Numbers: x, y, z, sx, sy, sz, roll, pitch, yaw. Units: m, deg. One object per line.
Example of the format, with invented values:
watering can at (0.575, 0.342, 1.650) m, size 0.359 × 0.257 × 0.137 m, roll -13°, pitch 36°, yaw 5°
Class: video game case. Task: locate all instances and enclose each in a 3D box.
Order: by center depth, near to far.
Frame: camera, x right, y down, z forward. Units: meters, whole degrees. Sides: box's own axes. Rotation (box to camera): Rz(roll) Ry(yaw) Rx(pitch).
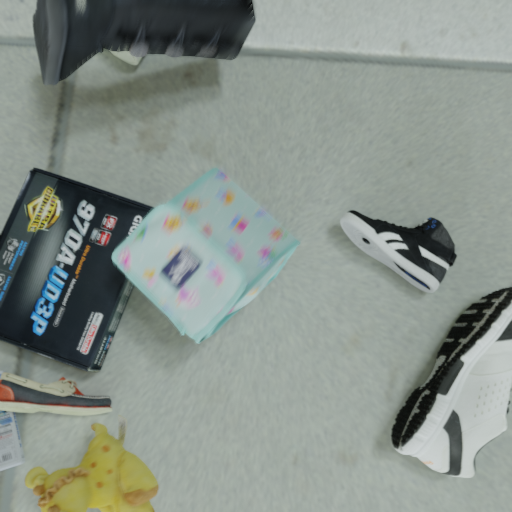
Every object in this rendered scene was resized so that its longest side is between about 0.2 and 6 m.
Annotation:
video game case at (-4.613, 2.782, 8.836) m, size 1.639 × 0.180 × 1.494 m, roll -17°, pitch 78°, yaw -3°

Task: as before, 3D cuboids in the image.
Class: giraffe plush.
giraffe plush at (-2.207, 3.091, 7.352) m, size 1.388 × 1.305 × 1.609 m, roll 6°, pitch 109°, yaw 38°

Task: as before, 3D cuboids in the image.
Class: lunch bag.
lunch bag at (-0.761, 0.027, 8.333) m, size 1.883 × 1.348 × 2.211 m, roll 44°, pitch 53°, yaw 8°

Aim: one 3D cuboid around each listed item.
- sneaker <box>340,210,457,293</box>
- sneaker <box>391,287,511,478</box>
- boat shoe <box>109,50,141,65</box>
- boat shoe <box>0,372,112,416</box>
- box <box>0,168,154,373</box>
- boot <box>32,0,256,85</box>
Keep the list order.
sneaker at (2.426, -0.367, 9.347) m, size 1.950 × 0.712 × 1.091 m, roll 38°, pitch 76°, yaw 0°
sneaker at (3.426, 1.914, 8.651) m, size 1.278 × 1.178 × 3.194 m, roll 35°, pitch 86°, yaw 0°
boat shoe at (-2.892, -4.323, 10.186) m, size 2.173 × 0.777 × 0.650 m, roll 33°, pitch 79°, yaw 1°
boat shoe at (-3.144, 2.172, 8.757) m, size 1.811 × 0.645 × 0.567 m, roll 5°, pitch 64°, yaw -3°
box at (-3.129, 0.214, 9.176) m, size 2.237 × 0.647 × 2.815 m, roll 19°, pitch 78°, yaw 4°
boot at (-1.894, -3.598, 9.221) m, size 3.176 × 2.617 × 1.042 m, roll -13°, pitch 96°, yaw -24°
